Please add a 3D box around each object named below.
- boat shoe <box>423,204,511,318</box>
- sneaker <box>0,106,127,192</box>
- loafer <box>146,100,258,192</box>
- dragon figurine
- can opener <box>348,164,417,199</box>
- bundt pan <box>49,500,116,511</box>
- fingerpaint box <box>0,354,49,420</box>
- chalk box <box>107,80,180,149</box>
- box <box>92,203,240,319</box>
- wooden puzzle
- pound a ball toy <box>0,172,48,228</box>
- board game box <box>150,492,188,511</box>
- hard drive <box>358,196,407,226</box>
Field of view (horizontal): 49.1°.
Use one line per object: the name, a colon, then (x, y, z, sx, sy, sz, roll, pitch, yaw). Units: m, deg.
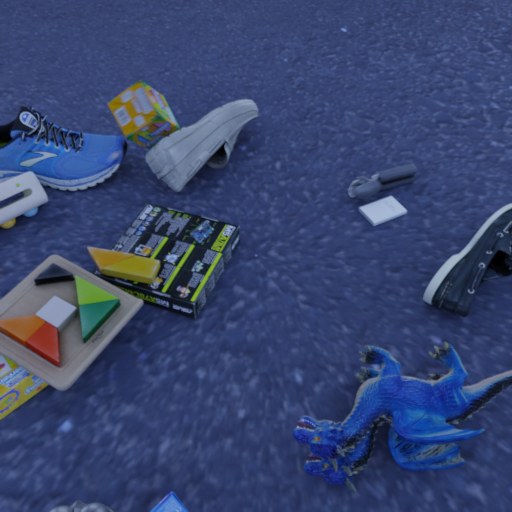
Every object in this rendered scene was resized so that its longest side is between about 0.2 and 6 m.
boat shoe: (4.214, 0.105, 10.148, 2.776, 1.038, 0.921, -36, 56, -27)
sneaker: (-4.564, -2.346, 12.130, 3.462, 1.543, 1.360, -3, 47, -4)
loafer: (-1.027, -2.550, 12.728, 3.361, 1.175, 1.173, -41, 102, -35)
dragon figurine: (2.450, 2.335, 7.955, 3.876, 1.141, 1.927, 2, 46, 2)
can opener: (2.786, -1.539, 12.110, 1.689, 0.450, 0.565, -15, 47, -16)
bundt pan: (-2.258, 3.828, 6.883, 1.729, 0.649, 1.729, -1, 46, 1)
fingerpaint box: (-3.836, 1.735, 8.958, 1.120, 0.492, 1.343, 35, 58, 30)
chalk box: (-2.293, -2.931, 11.932, 0.892, 1.440, 0.899, -30, 82, 13)
box: (-1.636, 0.007, 10.618, 2.083, 0.512, 2.157, 16, 48, 12)
wooden puzzle: (-3.202, 0.916, 9.048, 2.289, 0.397, 3.393, 18, 49, 13)
pound a ball toy: (-5.162, -0.874, 11.046, 2.038, 0.866, 1.329, -35, 20, -28)
board game box: (-0.902, 4.036, 6.344, 1.538, 0.455, 2.022, -37, 78, -31)
hard drive: (2.660, -0.949, 11.783, 0.837, 0.110, 0.552, -21, 50, -18)
